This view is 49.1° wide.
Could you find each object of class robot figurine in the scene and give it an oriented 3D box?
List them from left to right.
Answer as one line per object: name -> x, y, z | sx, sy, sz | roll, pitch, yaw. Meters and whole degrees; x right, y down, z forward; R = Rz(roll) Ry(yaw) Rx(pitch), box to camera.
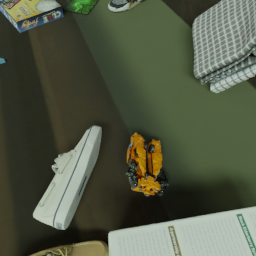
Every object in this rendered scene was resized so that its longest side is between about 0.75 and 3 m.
robot figurine -> 0.379, 0.809, 5.943 | 0.993, 0.399, 1.370 | 19, 51, -22

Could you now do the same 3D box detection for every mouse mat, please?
mouse mat -> -1.774, -4.760, 10.746 | 1.060, 0.050, 1.317 | 14, 53, 11

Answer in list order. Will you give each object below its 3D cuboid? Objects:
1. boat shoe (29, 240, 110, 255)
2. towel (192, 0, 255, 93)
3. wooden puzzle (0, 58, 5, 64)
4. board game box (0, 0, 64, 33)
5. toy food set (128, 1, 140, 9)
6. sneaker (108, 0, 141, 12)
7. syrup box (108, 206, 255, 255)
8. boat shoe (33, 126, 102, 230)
boat shoe -> -1.232, 2.410, 4.818 | 1.902, 0.631, 0.704 | -17, 54, -13
towel -> 2.877, -2.539, 7.537 | 1.171, 2.266, 2.737 | 33, 50, -31
wooden puzzle -> -5.096, -1.384, 7.953 | 1.911, 0.331, 2.833 | 21, 55, 16
board game box -> -3.778, -4.585, 10.351 | 1.724, 0.440, 2.545 | -30, 59, -21
toy food set -> -0.026, -4.856, 10.685 | 0.815, 0.246, 0.585 | 33, 59, 23
sneaker -> -0.015, -4.996, 10.181 | 1.728, 0.984, 0.652 | -33, 63, -14
syrup box -> 1.196, 2.211, 4.631 | 2.929, 1.153, 1.193 | -7, 53, -6
boat shoe -> -1.212, 0.891, 5.922 | 0.776, 0.849, 2.360 | 16, 62, 6
